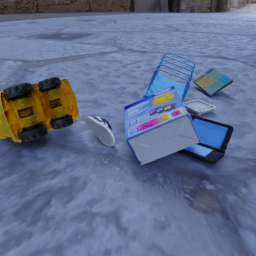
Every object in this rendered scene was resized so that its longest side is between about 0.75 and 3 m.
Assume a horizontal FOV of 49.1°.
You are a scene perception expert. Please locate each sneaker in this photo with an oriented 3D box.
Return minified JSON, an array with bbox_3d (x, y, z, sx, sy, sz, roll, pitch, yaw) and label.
[{"bbox_3d":[-0.612,0.033,7.271,0.449,0.443,1.130,-11,44,-47],"label":"sneaker"}]

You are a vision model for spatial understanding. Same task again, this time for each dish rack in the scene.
[{"bbox_3d":[2.277,-0.657,9.036,0.762,0.193,0.888,-16,31,-26],"label":"dish rack"}]

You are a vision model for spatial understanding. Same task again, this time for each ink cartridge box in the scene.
[{"bbox_3d":[0.713,-0.208,6.938,1.485,0.831,2.177,-23,24,9],"label":"ink cartridge box"}]

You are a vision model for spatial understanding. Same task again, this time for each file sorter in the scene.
[{"bbox_3d":[1.410,-1.575,9.094,1.235,1.092,1.779,22,37,4],"label":"file sorter"}]

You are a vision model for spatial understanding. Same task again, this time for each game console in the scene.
[{"bbox_3d":[1.729,0.233,6.683,1.186,0.691,1.043,19,24,33],"label":"game console"}]

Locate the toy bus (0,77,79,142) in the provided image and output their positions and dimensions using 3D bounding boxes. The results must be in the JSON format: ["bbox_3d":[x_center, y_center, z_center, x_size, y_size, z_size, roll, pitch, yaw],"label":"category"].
[{"bbox_3d":[-2.651,-0.453,7.573,1.943,1.374,2.024,-7,14,46],"label":"toy bus"}]

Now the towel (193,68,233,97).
[{"bbox_3d":[3.178,-1.748,10.561,1.002,0.148,1.366,-34,35,3],"label":"towel"}]
